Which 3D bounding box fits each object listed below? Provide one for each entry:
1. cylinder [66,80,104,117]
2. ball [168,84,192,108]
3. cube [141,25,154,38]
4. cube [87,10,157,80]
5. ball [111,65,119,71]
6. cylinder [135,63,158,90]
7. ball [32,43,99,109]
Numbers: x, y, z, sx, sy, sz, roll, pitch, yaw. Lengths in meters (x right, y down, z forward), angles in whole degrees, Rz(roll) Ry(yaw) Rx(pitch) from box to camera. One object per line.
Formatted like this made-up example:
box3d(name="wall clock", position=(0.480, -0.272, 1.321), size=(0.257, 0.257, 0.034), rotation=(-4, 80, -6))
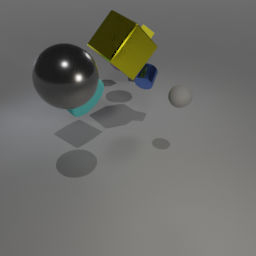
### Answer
box3d(name="cylinder", position=(-1.731, -1.309, 8.971), size=(1.400, 1.400, 1.400), rotation=(40, 43, 13))
box3d(name="ball", position=(1.540, -0.940, 8.252), size=(0.700, 0.700, 0.700), rotation=(0, 31, 0))
box3d(name="cube", position=(0.766, -4.581, 13.917), size=(0.700, 0.700, 0.700), rotation=(34, 2, -13))
box3d(name="cube", position=(-0.178, -2.724, 9.279), size=(1.400, 1.400, 1.400), rotation=(43, 9, 36))
box3d(name="ball", position=(-0.180, -3.144, 12.039), size=(1.400, 1.400, 1.400), rotation=(0, 31, 0))
box3d(name="cylinder", position=(0.680, -1.912, 10.407), size=(0.700, 0.700, 0.700), rotation=(12, 64, 20))
box3d(name="ball", position=(-1.334, -1.101, 6.046), size=(1.400, 1.400, 1.400), rotation=(0, 31, 0))
